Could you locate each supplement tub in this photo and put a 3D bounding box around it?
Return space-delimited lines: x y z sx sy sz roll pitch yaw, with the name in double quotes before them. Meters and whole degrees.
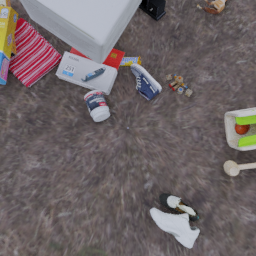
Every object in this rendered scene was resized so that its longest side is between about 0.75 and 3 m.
"supplement tub" -0.968 -0.702 8.834 0.607 0.607 0.865 -22 74 -7

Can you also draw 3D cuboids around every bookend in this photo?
"bookend" 0.835 -4.565 9.819 1.124 1.117 0.518 42 76 11

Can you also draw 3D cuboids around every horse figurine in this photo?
"horse figurine" 3.203 -4.652 10.195 1.096 0.413 1.654 25 68 3

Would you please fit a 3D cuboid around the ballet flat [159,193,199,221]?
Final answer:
"ballet flat" 1.484 2.204 7.988 1.243 0.425 0.423 28 64 8

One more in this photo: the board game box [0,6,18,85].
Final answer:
"board game box" -4.658 -2.696 8.959 1.836 0.484 2.400 7 86 7

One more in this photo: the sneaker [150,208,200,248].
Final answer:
"sneaker" 1.310 2.580 7.744 1.489 0.580 0.740 35 90 1

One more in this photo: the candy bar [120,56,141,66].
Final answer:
"candy bar" -0.348 -2.292 9.577 1.626 0.180 0.405 1 72 1

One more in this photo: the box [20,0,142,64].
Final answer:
"box" -1.054 -3.494 7.203 2.501 2.143 2.489 32 87 -7

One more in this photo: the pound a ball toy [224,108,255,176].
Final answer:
"pound a ball toy" 4.044 0.258 8.407 2.763 1.174 1.802 -10 98 -3

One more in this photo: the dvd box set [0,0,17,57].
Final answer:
"dvd box set" -4.864 -3.533 9.512 1.879 0.378 2.569 -11 83 5

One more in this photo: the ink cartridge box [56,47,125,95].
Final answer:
"ink cartridge box" -1.225 -2.151 9.299 1.843 0.412 1.624 20 82 6

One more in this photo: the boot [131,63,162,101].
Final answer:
"boot" 0.442 -1.515 9.156 1.322 0.481 0.597 44 72 12

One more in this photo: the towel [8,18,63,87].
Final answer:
"towel" -3.548 -2.642 9.649 1.651 0.257 2.283 -43 77 -12

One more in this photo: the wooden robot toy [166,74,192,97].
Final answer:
"wooden robot toy" 1.652 -1.465 9.146 0.471 0.485 1.070 -38 76 -12
